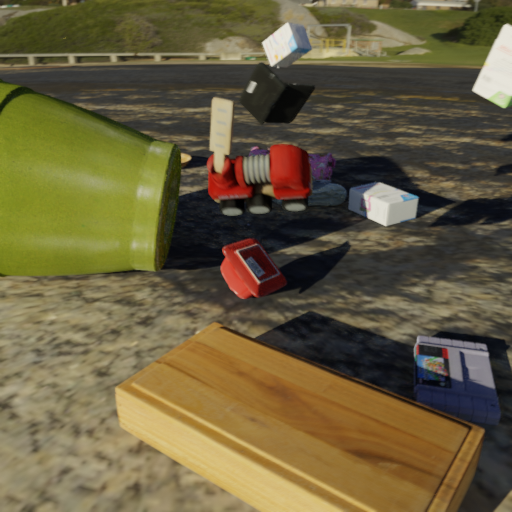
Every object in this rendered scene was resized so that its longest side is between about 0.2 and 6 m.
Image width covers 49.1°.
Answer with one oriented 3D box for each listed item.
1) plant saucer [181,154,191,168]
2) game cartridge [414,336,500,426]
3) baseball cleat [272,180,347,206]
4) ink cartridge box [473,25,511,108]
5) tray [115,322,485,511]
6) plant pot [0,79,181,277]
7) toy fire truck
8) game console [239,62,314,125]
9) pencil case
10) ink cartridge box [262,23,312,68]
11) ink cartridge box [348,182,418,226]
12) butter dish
[{"bbox_3d":[-2.707,-2.830,16.968,1.475,0.261,1.475,0,25,0],"label":"plant saucer"},{"bbox_3d":[2.585,1.568,7.361,0.989,0.293,1.526,10,26,11],"label":"game cartridge"},{"bbox_3d":[1.185,-1.560,13.867,2.013,0.702,1.072,5,17,-10],"label":"baseball cleat"},{"bbox_3d":[3.528,-2.647,7.786,0.330,0.981,0.575,-23,53,-35],"label":"ink cartridge box"},{"bbox_3d":[0.372,1.886,6.180,3.635,0.673,1.793,18,30,32],"label":"tray"},{"bbox_3d":[-3.168,-1.095,9.913,3.422,3.554,3.554,10,24,-3],"label":"plant pot"},{"bbox_3d":[-0.029,-1.311,7.583,1.437,1.050,1.633,-3,-14,12],"label":"toy fire truck"},{"bbox_3d":[0.318,-2.654,9.194,0.862,0.981,0.571,46,56,4],"label":"game console"},{"bbox_3d":[0.937,-2.420,15.266,2.344,1.014,0.971,10,-7,20],"label":"pencil case"},{"bbox_3d":[0.607,-4.331,11.635,0.875,0.562,0.548,-23,-4,43],"label":"ink cartridge box"},{"bbox_3d":[2.947,-1.236,13.108,0.965,0.565,1.335,-14,30,-28],"label":"ink cartridge box"},{"bbox_3d":[-0.179,0.335,9.536,1.043,0.771,1.040,54,34,11],"label":"butter dish"}]
